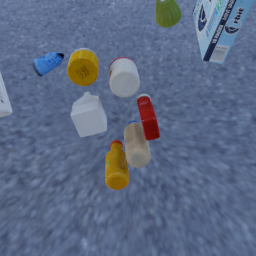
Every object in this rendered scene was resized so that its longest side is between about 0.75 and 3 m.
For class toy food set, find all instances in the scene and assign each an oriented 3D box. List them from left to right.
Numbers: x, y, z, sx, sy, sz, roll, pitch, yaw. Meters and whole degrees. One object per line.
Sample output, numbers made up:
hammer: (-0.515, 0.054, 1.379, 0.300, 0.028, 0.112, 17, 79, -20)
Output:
toy food set: (-0.172, -0.266, 4.684, 1.184, 2.480, 1.116, -15, 33, 6)

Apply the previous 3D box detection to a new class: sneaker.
sneaker: (-2.040, -1.740, 7.330, 0.531, 0.447, 1.355, -21, 22, 16)

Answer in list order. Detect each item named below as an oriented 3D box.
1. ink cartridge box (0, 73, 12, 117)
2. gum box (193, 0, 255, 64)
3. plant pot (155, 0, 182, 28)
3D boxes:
ink cartridge box: (-2.860, -1.026, 4.415, 1.098, 2.608, 1.885, -16, 94, -12)
gum box: (2.380, -3.338, 7.057, 0.592, 2.259, 2.659, 8, 47, -5)
plant pot: (0.980, -3.114, 7.232, 0.706, 0.754, 0.706, -5, 74, 17)
